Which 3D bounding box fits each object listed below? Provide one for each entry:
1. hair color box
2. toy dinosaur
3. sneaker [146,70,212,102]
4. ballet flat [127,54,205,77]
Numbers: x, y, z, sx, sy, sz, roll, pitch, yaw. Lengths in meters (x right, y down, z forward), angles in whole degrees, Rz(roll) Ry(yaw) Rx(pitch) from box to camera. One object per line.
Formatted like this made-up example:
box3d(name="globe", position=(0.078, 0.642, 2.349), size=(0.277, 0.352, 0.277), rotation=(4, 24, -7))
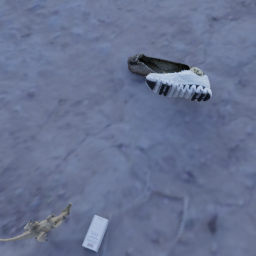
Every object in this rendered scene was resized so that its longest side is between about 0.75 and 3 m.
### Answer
box3d(name="hair color box", position=(-0.833, 2.733, 7.273), size=(0.402, 0.246, 0.812), rotation=(18, 61, 9))
box3d(name="toy dinosaur", position=(-2.219, 2.520, 6.917), size=(2.013, 1.018, 0.586), rotation=(-22, 80, -20))
box3d(name="sneaker", position=(1.632, -1.465, 9.067), size=(2.170, 0.815, 0.879), rotation=(11, 69, -8))
box3d(name="ballet flat", position=(1.323, -2.049, 9.716), size=(2.828, 0.656, 0.953), rotation=(17, 63, 9))
